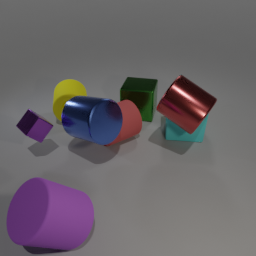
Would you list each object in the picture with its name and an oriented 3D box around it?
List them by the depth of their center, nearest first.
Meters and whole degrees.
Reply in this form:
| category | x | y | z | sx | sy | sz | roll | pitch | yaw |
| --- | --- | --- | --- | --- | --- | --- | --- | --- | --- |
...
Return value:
| category | x | y | z | sx | sy | sz | roll | pitch | yaw |
| --- | --- | --- | --- | --- | --- | --- | --- | --- | --- |
| cylinder | -1.739 | 1.979 | 6.393 | 1.400 | 1.400 | 1.400 | -17 | 57 | 29 |
| cylinder | -1.127 | -0.275 | 8.816 | 1.400 | 1.400 | 1.400 | 12 | 32 | 42 |
| cylinder | 1.863 | -0.743 | 8.974 | 1.400 | 1.400 | 1.400 | 37 | 42 | 9 |
| cube | -3.005 | -0.068 | 9.043 | 0.700 | 0.700 | 0.700 | 33 | 86 | 36 |
| cylinder | -0.428 | -0.200 | 10.403 | 1.400 | 1.400 | 1.400 | -21 | 38 | -30 |
| cube | 2.179 | -0.464 | 10.634 | 1.400 | 1.400 | 1.400 | 4 | 42 | 6 |
| cylinder | -2.397 | -1.122 | 11.695 | 1.400 | 1.400 | 1.400 | -5 | 34 | -8 |
| cube | 0.486 | -1.265 | 12.116 | 1.400 | 1.400 | 1.400 | 7 | 33 | 10 |
